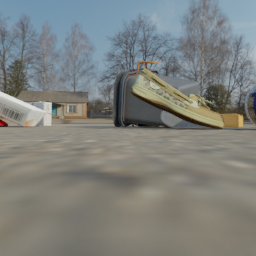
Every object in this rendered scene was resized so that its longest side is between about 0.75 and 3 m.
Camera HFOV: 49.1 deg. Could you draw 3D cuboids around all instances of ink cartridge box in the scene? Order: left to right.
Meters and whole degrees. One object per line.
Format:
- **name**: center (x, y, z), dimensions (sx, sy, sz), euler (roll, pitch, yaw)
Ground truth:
- **ink cartridge box**: center (-4.300, -0.769, 10.332), dimensions (2.342, 0.724, 2.888), euler (24, -3, -1)
- **ink cartridge box**: center (-4.162, -0.641, 13.168), dimensions (1.913, 1.108, 0.638), euler (2, 1, 44)

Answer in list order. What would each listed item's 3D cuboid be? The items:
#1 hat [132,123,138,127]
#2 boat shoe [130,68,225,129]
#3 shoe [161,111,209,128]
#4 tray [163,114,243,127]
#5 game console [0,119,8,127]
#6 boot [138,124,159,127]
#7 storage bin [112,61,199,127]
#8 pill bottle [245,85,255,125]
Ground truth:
- **hat**: center (0.366, -0.160, 11.801), dimensions (1.695, 1.801, 2.047), euler (2, -37, 37)
- **boat shoe**: center (1.047, -0.587, 5.727), dimensions (2.055, 0.644, 0.753), euler (26, 0, 11)
- **shoe**: center (1.542, -0.216, 6.873), dimensions (1.396, 0.499, 0.635), euler (7, 3, 32)
- **tray**: center (2.602, -0.254, 9.718), dimensions (2.469, 0.457, 1.218), euler (1, 2, 28)
- **game console**: center (-5.243, -0.118, 8.681), dimensions (1.851, 1.274, 2.147), euler (-31, -3, 5)
- **boot**: center (0.780, -0.134, 9.589), dimensions (0.785, 0.266, 0.513), euler (-8, 2, 27)
- **storage bin**: center (1.018, -1.018, 8.607), dimensions (1.828, 1.981, 2.722), euler (11, 17, 25)
- **pill bottle**: center (3.012, -0.447, 5.004), dimensions (0.954, 0.954, 1.720), euler (0, 1, -14)
